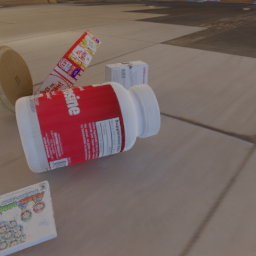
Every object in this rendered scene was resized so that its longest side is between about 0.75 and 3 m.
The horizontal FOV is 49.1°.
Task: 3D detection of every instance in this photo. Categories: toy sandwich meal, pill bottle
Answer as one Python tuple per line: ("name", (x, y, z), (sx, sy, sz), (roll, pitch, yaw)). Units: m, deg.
("toy sandwich meal", (-3.480, -1.323, 8.087), (0.749, 2.187, 2.187), (-7, 28, 10))
("pill bottle", (-0.850, -0.129, 6.351), (2.942, 1.651, 1.651), (-13, 32, -16))

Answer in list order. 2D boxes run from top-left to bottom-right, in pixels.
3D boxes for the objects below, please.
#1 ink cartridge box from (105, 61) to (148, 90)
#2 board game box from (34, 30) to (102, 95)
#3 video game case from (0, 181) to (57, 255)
("ink cartridge box", (-0.053, -1.766, 9.980), (1.422, 1.042, 0.611), (-13, 29, -24))
("board game box", (-1.939, -1.700, 8.739), (0.684, 2.239, 2.955), (38, 25, -17))
("video game case", (-1.820, 1.482, 4.592), (1.174, 0.139, 1.069), (-17, 45, -9))
